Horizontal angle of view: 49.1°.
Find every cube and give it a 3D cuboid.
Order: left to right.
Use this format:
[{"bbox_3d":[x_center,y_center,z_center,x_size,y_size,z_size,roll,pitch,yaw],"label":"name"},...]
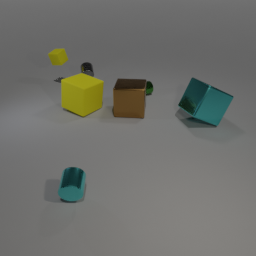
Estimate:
[{"bbox_3d":[-3.910,-3.983,15.712,0.700,0.700,0.700,7,42,28],"label":"cube"},{"bbox_3d":[-2.135,-1.586,13.124,1.400,1.400,1.400,24,34,26],"label":"cube"},{"bbox_3d":[0.111,-1.395,12.974,1.400,1.400,1.400,3,29,5],"label":"cube"},{"bbox_3d":[3.275,-1.132,11.943,1.400,1.400,1.400,17,16,-26],"label":"cube"}]

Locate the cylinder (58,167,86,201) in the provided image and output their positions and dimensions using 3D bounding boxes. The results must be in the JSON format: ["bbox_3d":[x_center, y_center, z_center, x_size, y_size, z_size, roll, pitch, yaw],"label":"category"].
[{"bbox_3d":[-1.571,1.584,7.918,0.700,0.700,0.700,0,42,0],"label":"cylinder"}]

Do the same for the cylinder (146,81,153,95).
[{"bbox_3d":[0.888,-2.128,15.025,0.700,0.700,0.700,-16,33,-28],"label":"cylinder"}]

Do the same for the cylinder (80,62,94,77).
[{"bbox_3d":[-2.291,-3.204,15.735,0.700,0.700,0.700,-6,55,-11],"label":"cylinder"}]
